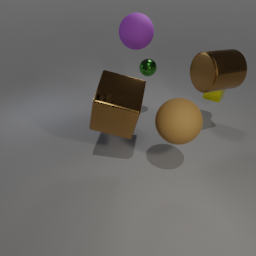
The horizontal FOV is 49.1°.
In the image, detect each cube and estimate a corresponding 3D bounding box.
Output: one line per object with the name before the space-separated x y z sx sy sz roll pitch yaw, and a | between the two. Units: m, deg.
cube | 3.594 -1.563 11.605 0.700 0.700 0.700 20 35 26
cube | -0.335 -0.719 8.844 1.400 1.400 1.400 14 52 -3

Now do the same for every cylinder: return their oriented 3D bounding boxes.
cylinder | 3.151 -2.010 9.847 1.400 1.400 1.400 -12 33 -24

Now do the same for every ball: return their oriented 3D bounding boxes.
ball | 0.801 -2.421 11.233 0.700 0.700 0.700 0 31 0
ball | 1.515 -0.203 8.394 1.400 1.400 1.400 0 31 0
ball | 0.331 -3.848 11.180 1.400 1.400 1.400 0 31 0
